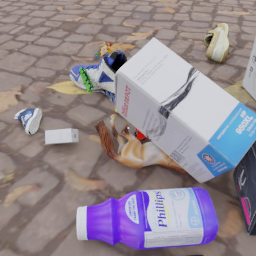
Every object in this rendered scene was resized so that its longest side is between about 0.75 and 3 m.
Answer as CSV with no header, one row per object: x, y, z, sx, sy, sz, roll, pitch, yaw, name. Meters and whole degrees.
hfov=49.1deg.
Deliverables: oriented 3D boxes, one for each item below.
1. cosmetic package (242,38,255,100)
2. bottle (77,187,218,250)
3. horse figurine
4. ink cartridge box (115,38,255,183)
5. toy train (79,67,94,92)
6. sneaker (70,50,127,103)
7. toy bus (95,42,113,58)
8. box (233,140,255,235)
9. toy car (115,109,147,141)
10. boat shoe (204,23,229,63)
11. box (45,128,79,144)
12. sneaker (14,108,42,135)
5.953,-1.971,9.316,2.915,2.403,2.405,-5,39,-8,cosmetic package
0.363,1.893,5.853,2.798,0.913,1.169,-2,40,-3,bottle
0.523,0.407,7.538,2.887,0.720,1.913,-1,69,-11,horse figurine
1.172,-0.282,6.434,2.948,2.132,1.241,40,73,10,ink cartridge box
-1.463,-1.687,9.776,0.239,0.322,1.143,-3,50,-34,toy train
-0.755,-2.039,9.977,2.910,1.681,1.176,26,45,28,sneaker
-0.963,-3.396,12.552,0.843,0.461,0.893,11,65,50,toy bus
4.044,1.281,6.095,2.891,1.534,1.767,4,40,4,box
0.600,-0.728,8.702,1.858,0.440,1.974,-50,45,12,toy car
4.014,-4.062,12.863,0.981,1.094,2.955,11,41,5,boat shoe
-1.878,0.242,7.976,0.796,0.388,0.495,-5,-4,13,box
-3.237,-0.193,8.804,0.798,0.439,1.090,-4,45,12,sneaker
